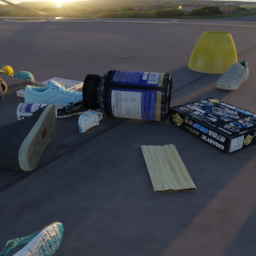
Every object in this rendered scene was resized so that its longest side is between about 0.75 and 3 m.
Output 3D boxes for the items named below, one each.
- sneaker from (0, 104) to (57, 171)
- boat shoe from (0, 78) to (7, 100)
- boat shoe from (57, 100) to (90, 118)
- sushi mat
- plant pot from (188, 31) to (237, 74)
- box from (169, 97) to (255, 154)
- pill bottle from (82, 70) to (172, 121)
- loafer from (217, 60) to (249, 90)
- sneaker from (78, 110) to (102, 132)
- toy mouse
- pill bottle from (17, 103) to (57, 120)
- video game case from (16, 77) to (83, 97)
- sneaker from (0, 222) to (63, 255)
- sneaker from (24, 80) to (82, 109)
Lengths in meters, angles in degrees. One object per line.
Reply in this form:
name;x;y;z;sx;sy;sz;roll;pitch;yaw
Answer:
sneaker;-2.893;0.057;7.538;1.454;1.024;2.738;4;28;3
boat shoe;-5.303;-1.595;11.107;0.918;1.019;2.833;4;19;-22
boat shoe;-2.027;-0.691;9.749;1.415;0.478;0.508;-14;31;-24
sushi mat;0.924;0.911;6.859;0.946;0.120;1.977;-4;26;-5
plant pot;4.755;-4.246;15.375;2.686;1.906;2.686;0;26;0
box;2.772;-0.198;8.586;1.955;0.566;2.460;-15;30;-29
pill bottle;-0.003;-1.109;9.312;2.805;1.569;1.569;6;27;11
loafer;4.759;-2.419;12.660;0.999;0.997;2.857;16;30;30
sneaker;-1.194;-0.237;8.808;0.497;0.471;1.231;5;27;14
toy mouse;-4.720;-2.382;12.703;1.873;0.408;2.108;16;4;-3
pill bottle;-2.936;-0.481;9.112;1.140;0.633;0.633;3;26;5
video game case;-3.284;-1.695;12.084;1.706;0.215;2.383;13;29;24
sneaker;-1.636;1.894;4.441;0.613;0.522;1.345;14;28;33
sneaker;-2.495;-1.229;10.194;2.513;1.030;0.929;-7;28;-14
